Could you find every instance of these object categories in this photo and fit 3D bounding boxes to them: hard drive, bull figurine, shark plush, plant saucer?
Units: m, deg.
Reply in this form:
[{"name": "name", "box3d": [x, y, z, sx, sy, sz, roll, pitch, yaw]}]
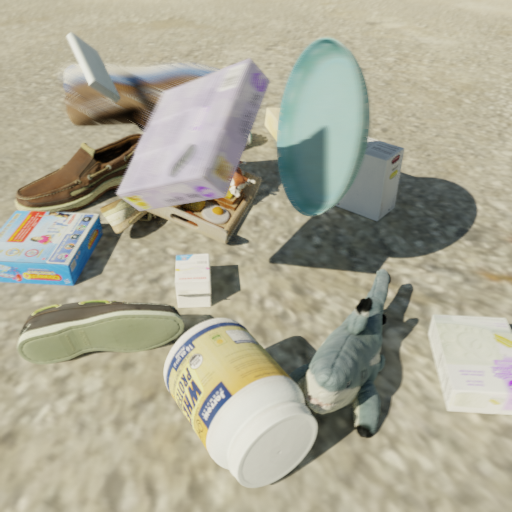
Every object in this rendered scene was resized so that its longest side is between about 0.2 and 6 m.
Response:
[{"name": "hard drive", "box3d": [-2.780, -3.218, 9.594, 0.147, 0.739, 1.120, -34, 70, 15]}, {"name": "bull figurine", "box3d": [-0.409, -1.778, 12.630, 0.631, 0.338, 1.039, 1, 57, -34]}, {"name": "shark plush", "box3d": [1.622, 1.248, 8.288, 1.466, 1.344, 3.227, 25, 42, 31]}, {"name": "plant saucer", "box3d": [1.068, -2.040, 9.089, 0.384, 2.803, 2.803, -1, 34, -21]}]

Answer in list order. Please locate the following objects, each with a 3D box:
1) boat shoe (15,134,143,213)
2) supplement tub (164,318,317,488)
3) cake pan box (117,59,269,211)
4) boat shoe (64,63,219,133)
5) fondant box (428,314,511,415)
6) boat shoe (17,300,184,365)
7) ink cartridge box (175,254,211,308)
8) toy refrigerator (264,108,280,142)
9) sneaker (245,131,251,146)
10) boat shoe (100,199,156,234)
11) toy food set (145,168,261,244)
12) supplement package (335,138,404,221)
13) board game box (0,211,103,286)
[{"name": "boat shoe", "box3d": [-3.971, -2.031, 13.000, 3.455, 1.278, 1.276, -29, 44, -35]}, {"name": "supplement tub", "box3d": [-0.234, 1.876, 7.351, 1.391, 1.391, 1.926, -20, 39, -26]}, {"name": "cake pan box", "box3d": [-0.908, -1.698, 7.934, 1.921, 0.546, 2.086, -4, 59, 41]}, {"name": "boat shoe", "box3d": [-2.000, -2.979, 11.104, 3.425, 1.237, 1.240, -2, 79, -6]}, {"name": "fondant box", "box3d": [3.385, 1.616, 8.529, 1.187, 0.479, 1.645, 3, 36, 3]}, {"name": "boat shoe", "box3d": [-2.447, 1.061, 8.935, 2.551, 0.910, 0.768, -7, 40, -6]}, {"name": "ink cartridge box", "box3d": [-1.124, 0.479, 10.031, 0.616, 0.600, 0.958, -2, 35, -3]}, {"name": "toy refrigerator", "box3d": [0.819, -3.593, 15.833, 0.670, 0.617, 1.765, -4, 35, -17]}, {"name": "sneaker", "box3d": [-1.290, -3.519, 15.524, 2.343, 0.909, 1.069, 25, 46, 33]}, {"name": "boat shoe", "box3d": [-2.495, -1.063, 12.173, 0.769, 0.693, 2.132, -20, 11, 30]}, {"name": "toy food set", "box3d": [-1.080, -1.413, 12.158, 1.860, 0.783, 2.592, 22, 38, 4]}, {"name": "supplement package", "box3d": [2.476, -1.726, 12.387, 1.159, 1.488, 0.825, 26, 43, 32]}, {"name": "board game box", "box3d": [-4.208, -0.194, 11.064, 1.800, 0.514, 1.838, 3, 35, 5]}]
